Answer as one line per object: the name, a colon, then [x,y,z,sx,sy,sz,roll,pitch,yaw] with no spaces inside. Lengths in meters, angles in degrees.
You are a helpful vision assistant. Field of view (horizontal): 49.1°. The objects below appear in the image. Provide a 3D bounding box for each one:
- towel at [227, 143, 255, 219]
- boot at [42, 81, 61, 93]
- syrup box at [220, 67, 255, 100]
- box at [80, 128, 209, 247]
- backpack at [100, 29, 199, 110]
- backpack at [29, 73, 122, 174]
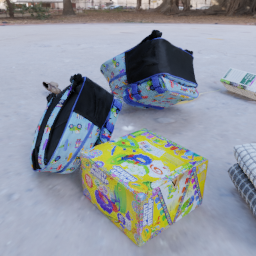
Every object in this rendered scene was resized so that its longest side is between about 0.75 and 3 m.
towel: [3.330,1.138,4.784,2.599,1.112,2.152,2,20,0]
boot: [-3.175,-1.728,11.419,1.021,0.359,0.747,38,12,35]
syrup box: [4.650,-1.750,11.102,0.743,0.719,1.825,36,2,-36]
box: [0.261,0.936,5.243,1.640,1.039,1.703,-19,32,-35]
backpack: [0.569,-1.613,9.356,2.860,1.924,2.611,-14,-12,37]
backpack: [-1.228,0.116,6.170,1.379,2.050,1.872,29,-27,-28]
